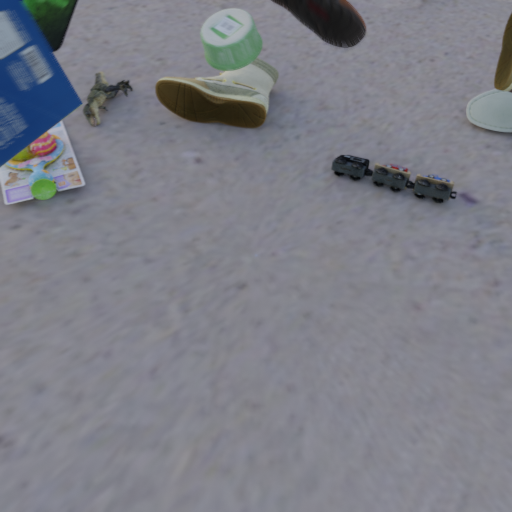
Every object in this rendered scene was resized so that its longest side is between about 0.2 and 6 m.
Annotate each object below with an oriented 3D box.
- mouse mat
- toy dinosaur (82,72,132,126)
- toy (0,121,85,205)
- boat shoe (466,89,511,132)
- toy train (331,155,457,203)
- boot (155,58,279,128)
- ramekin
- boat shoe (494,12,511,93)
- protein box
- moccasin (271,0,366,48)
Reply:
[{"bbox_3d":[-3.154,-3.471,7.159,1.809,1.456,0.068,2,42,-43],"label":"mouse mat"},{"bbox_3d":[-3.121,-3.495,11.820,0.899,0.484,2.040,-8,45,2],"label":"toy dinosaur"},{"bbox_3d":[-4.117,-1.951,10.328,1.373,0.563,2.385,-18,50,-16],"label":"toy"},{"bbox_3d":[5.402,-2.860,11.067,2.361,0.893,0.712,6,8,18],"label":"boat shoe"},{"bbox_3d":[2.448,-1.403,9.983,2.237,0.382,0.512,18,38,17],"label":"toy train"},{"bbox_3d":[-0.762,-3.551,11.598,2.301,0.829,1.779,13,50,4],"label":"boot"},{"bbox_3d":[-0.361,-2.999,7.712,0.835,0.408,0.835,-6,61,11],"label":"ramekin"},{"bbox_3d":[3.959,-3.109,8.174,0.546,0.594,1.662,21,82,-12],"label":"boat shoe"},{"bbox_3d":[-3.291,-2.038,6.646,1.066,1.569,1.581,6,46,37],"label":"protein box"},{"bbox_3d":[0.795,-3.483,7.739,1.764,0.645,0.681,16,47,-25],"label":"moccasin"}]
